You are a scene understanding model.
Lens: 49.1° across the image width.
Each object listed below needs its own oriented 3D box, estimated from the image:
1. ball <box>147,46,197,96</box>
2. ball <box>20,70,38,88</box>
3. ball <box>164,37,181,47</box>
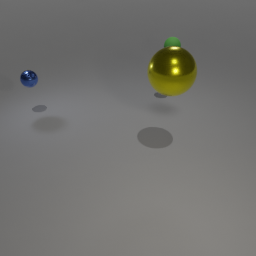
[{"bbox_3d":[1.247,-1.598,7.945,1.400,1.400,1.400,0,31,0],"label":"ball"},{"bbox_3d":[-4.026,-2.000,11.404,0.700,0.700,0.700,0,31,0],"label":"ball"},{"bbox_3d":[1.855,-3.442,11.708,0.700,0.700,0.700,0,31,0],"label":"ball"}]
